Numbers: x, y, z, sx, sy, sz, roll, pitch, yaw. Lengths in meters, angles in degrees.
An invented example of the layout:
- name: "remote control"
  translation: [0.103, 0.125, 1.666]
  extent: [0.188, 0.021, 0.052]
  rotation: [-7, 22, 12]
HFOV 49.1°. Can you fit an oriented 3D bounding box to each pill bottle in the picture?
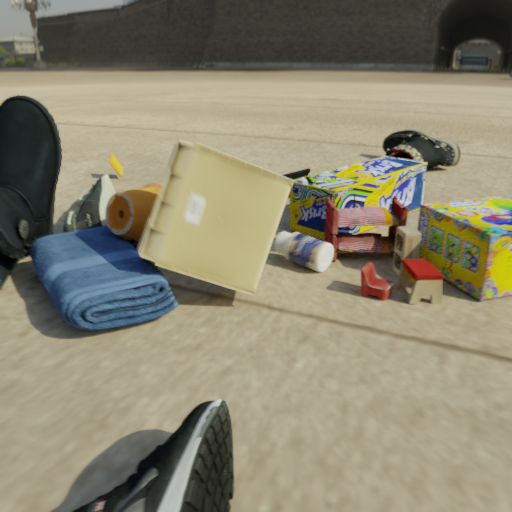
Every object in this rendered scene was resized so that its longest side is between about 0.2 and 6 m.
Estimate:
- name: "pill bottle"
  translation: [0.860, -0.112, 10.256]
  extent: [0.996, 0.552, 0.552]
  rotation: [22, 30, 31]

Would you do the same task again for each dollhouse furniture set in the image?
- name: "dollhouse furniture set"
  translation: [2.147, -0.187, 9.870]
  extent: [1.424, 1.076, 2.647]
  rotation: [-2, 22, -5]

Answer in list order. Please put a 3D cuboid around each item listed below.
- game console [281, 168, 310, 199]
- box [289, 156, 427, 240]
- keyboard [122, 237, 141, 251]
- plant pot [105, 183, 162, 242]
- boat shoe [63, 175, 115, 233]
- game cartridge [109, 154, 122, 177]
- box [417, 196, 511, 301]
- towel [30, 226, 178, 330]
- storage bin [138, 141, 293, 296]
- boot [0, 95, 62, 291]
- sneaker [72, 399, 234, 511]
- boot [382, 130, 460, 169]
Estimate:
- name: "game console"
  translation: [0.487, -1.841, 14.327]
  extent: [1.423, 0.828, 1.252]
  rotation: [-20, 29, -41]
- name: "box"
  translation: [2.410, -1.385, 12.728]
  extent: [1.271, 1.166, 3.628]
  rotation: [20, 30, 41]
- name: "keyboard"
  translation: [-1.611, -0.965, 12.594]
  extent: [2.515, 0.537, 4.188]
  rotation: [0, 23, -1]
- name: "plant pot"
  translation: [-2.022, -0.732, 9.978]
  extent: [1.195, 1.195, 1.094]
  rotation: [17, 11, 36]
- name: "boat shoe"
  translation: [-3.501, -1.054, 12.100]
  extent: [1.004, 1.066, 2.970]
  rotation: [-16, 22, -3]
- name: "game cartridge"
  translation: [-4.099, -2.644, 16.362]
  extent: [0.093, 0.576, 0.508]
  rotation: [-27, 37, 9]
- name: "box"
  translation: [4.141, -0.210, 9.833]
  extent: [1.907, 1.163, 1.837]
  rotation: [-8, 22, -20]
- name: "towel"
  translation: [-2.584, 0.338, 9.054]
  extent: [1.646, 0.715, 2.947]
  rotation: [-11, 25, -29]
- name: "storage bin"
  translation: [-0.650, -0.581, 8.721]
  extent: [1.905, 1.918, 0.899]
  rotation: [19, 2, -16]
- name: "boot"
  translation: [-4.302, -1.105, 9.638]
  extent: [1.172, 3.069, 2.579]
  rotation: [6, 19, -4]
- name: "sneaker"
  translation: [-1.009, 2.073, 4.391]
  extent: [1.249, 1.080, 2.853]
  rotation: [0, 21, 14]
- name: "boot"
  translation: [4.626, -3.292, 17.627]
  extent: [2.158, 1.031, 2.857]
  rotation: [-15, 27, -33]
